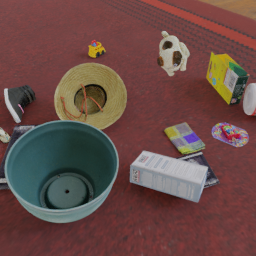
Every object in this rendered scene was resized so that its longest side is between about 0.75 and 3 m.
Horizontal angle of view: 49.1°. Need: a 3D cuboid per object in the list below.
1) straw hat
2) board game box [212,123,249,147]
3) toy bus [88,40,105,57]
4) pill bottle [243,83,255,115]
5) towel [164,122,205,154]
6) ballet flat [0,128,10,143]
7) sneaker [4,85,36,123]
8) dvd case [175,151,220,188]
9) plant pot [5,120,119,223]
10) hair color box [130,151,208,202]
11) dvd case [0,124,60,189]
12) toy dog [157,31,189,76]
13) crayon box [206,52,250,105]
[{"bbox_3d":[-1.540,-1.097,11.335,2.870,1.215,2.870,2,79,-10],"label":"straw hat"},{"bbox_3d":[3.980,0.144,10.820,1.385,0.270,1.094,25,48,25],"label":"board game box"},{"bbox_3d":[-1.726,-4.427,15.387,0.613,0.868,0.904,29,48,30],"label":"toy bus"},{"bbox_3d":[6.066,-1.102,11.403,2.305,1.313,1.313,4,43,5],"label":"pill bottle"},{"bbox_3d":[2.134,0.367,10.651,1.058,0.168,1.473,-14,44,-16],"label":"towel"},{"bbox_3d":[-4.944,0.133,10.745,1.235,0.385,0.416,26,48,26],"label":"ballet flat"},{"bbox_3d":[-4.447,-1.137,11.780,1.174,0.837,2.368,-21,42,-14],"label":"sneaker"},{"bbox_3d":[2.292,1.426,9.391,0.992,0.107,1.334,-15,51,-9],"label":"dvd case"},{"bbox_3d":[-1.777,1.473,7.997,2.885,1.933,2.885,4,47,-4],"label":"plant pot"},{"bbox_3d":[1.263,1.452,8.749,2.181,0.661,1.080,13,27,22],"label":"hair color box"},{"bbox_3d":[-3.274,0.905,10.011,2.168,0.233,2.915,-2,42,-2],"label":"dvd case"},{"bbox_3d":[1.783,-2.927,11.204,1.215,1.689,1.742,-7,36,17],"label":"toy dog"},{"bbox_3d":[4.396,-2.320,12.619,0.589,1.473,2.320,-10,44,-11],"label":"crayon box"}]
